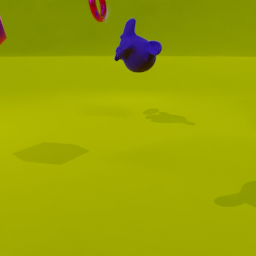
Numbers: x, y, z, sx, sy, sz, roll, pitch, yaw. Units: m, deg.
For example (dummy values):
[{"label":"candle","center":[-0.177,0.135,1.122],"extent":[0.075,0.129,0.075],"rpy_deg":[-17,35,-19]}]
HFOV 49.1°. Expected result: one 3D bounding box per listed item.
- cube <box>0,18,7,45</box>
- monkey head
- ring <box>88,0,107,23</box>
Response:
[{"label":"cube","center":[-2.893,-1.820,4.957],"extent":[0.903,0.903,0.903],"rpy_deg":[13,51,7]},{"label":"monkey head","center":[0.299,-2.329,8.080],"extent":[1.165,1.391,1.933],"rpy_deg":[14,-4,-15]},{"label":"ring","center":[-0.914,-3.765,8.500],"extent":[0.216,1.079,1.079],"rpy_deg":[-3,14,18]}]
